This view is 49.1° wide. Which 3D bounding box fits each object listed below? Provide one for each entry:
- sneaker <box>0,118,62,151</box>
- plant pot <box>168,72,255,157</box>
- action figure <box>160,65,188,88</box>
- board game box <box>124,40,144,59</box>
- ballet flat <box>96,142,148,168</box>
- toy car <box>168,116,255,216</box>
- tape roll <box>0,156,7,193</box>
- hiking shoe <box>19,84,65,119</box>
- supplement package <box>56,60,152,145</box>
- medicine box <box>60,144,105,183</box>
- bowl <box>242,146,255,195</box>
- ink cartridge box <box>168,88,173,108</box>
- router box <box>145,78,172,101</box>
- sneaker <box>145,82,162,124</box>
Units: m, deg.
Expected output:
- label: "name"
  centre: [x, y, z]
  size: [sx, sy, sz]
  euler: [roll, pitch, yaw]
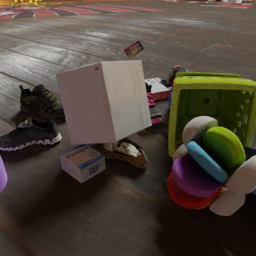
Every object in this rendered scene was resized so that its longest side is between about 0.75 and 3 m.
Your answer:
- label: "sneaker"
  centre: [-3.511, 0.130, 9.626]
  size: [2.302, 1.041, 0.765]
  euler: [-8, 31, -13]
- label: "plant pot"
  centre: [2.686, -0.597, 9.492]
  size: [2.591, 2.578, 2.351]
  euler: [3, 25, 6]
- label: "action figure"
  centre: [2.409, -2.023, 11.440]
  size: [1.962, 1.026, 1.898]
  euler: [-5, 38, -10]
- label: "board game box"
  centre: [0.263, -3.373, 12.072]
  size: [0.795, 0.477, 0.128]
  euler: [-36, 6, -10]
- label: "ballet flat"
  centre: [-0.231, 0.704, 9.002]
  size: [1.892, 0.684, 0.642]
  euler: [18, 45, 27]
- label: "toy car"
  centre: [1.812, 1.077, 6.795]
  size: [1.808, 2.411, 2.110]
  euler: [-23, 55, -27]
- label: "tape roll"
  centre: [-4.537, 1.425, 7.848]
  size: [2.044, 0.671, 2.044]
  euler: [1, 31, 0]
- label: "hiking shoe"
  centre: [-3.445, -1.132, 11.527]
  size: [2.444, 1.230, 0.925]
  euler: [8, 32, 13]
- label: "supplement package"
  centre: [-0.669, -0.881, 9.168]
  size: [1.793, 2.332, 2.438]
  euler: [-5, 10, 32]
- label: "medicine box"
  centre: [-1.385, 1.049, 8.596]
  size: [1.038, 0.534, 0.946]
  euler: [27, 40, 36]
- label: "bowl"
  centre: [3.832, 1.288, 7.382]
  size: [2.486, 0.488, 2.486]
  euler: [20, 21, -8]
- label: "ink cartridge box"
  centre: [2.852, -1.432, 12.282]
  size: [1.709, 0.956, 2.505]
  euler: [15, 32, 24]
- label: "router box"
  centre: [1.192, -1.897, 13.592]
  size: [1.488, 0.405, 1.657]
  euler: [-12, 33, -19]
- label: "sneaker"
  centre: [0.596, -1.197, 11.590]
  size: [1.076, 1.276, 2.916]
  euler: [-7, 32, -12]
